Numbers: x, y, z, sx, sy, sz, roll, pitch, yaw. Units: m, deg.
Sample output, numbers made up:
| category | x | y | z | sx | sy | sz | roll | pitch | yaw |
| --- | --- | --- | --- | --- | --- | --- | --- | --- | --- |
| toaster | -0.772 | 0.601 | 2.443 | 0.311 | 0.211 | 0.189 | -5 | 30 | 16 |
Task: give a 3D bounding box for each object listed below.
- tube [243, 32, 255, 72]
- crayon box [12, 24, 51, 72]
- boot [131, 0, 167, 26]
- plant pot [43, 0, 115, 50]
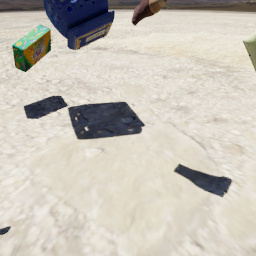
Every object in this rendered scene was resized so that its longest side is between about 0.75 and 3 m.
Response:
| category | x | y | z | sx | sy | sz | roll | pitch | yaw |
| --- | --- | --- | --- | --- | --- | --- | --- | --- | --- |
| tube | 4.139 | -2.602 | 7.696 | 0.769 | 0.860 | 2.963 | 23 | -13 | -3 |
| crayon box | -3.509 | -2.960 | 10.353 | 0.491 | 1.000 | 1.684 | 25 | 51 | 7 |
| boot | 0.539 | -3.312 | 7.093 | 1.077 | 0.469 | 1.295 | -19 | 52 | 43 |
| plant pot | -1.627 | -3.974 | 9.814 | 2.006 | 1.804 | 2.006 | -30 | 5 | -13 |
